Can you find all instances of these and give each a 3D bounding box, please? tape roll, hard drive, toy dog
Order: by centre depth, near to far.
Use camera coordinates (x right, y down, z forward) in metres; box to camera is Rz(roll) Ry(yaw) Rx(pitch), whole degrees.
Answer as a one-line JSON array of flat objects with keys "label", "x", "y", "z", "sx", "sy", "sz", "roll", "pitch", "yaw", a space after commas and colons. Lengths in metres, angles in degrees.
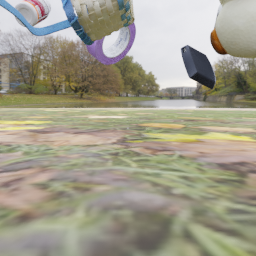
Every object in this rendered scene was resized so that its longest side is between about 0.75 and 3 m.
[{"label": "toy dog", "x": 2.529, "y": -2.837, "z": 5.450, "sx": 2.024, "sy": 2.900, "sz": 2.812, "roll": 6, "pitch": 23, "yaw": 38}, {"label": "hard drive", "x": 2.633, "y": -2.331, "z": 10.445, "sx": 1.250, "sy": 1.853, "sz": 0.392, "roll": 20, "pitch": -46, "yaw": -24}, {"label": "tape roll", "x": -0.676, "y": -3.704, "z": 11.499, "sx": 0.698, "sy": 2.127, "sz": 2.127, "roll": 44, "pitch": 29, "yaw": 27}]

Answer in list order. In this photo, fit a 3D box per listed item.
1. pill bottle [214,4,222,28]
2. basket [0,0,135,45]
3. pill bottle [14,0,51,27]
[{"label": "pill bottle", "x": 3.868, "y": -4.071, "z": 10.321, "sx": 1.203, "sy": 1.203, "sz": 2.067, "roll": 1, "pitch": -16, "yaw": 9}, {"label": "basket", "x": -1.205, "y": -2.717, "z": 5.984, "sx": 2.559, "sy": 1.780, "sz": 2.257, "roll": -18, "pitch": 0, "yaw": 2}, {"label": "pill bottle", "x": -3.232, "y": -4.051, "z": 9.669, "sx": 0.822, "sy": 0.822, "sz": 1.455, "roll": 1, "pitch": 34, "yaw": 11}]
